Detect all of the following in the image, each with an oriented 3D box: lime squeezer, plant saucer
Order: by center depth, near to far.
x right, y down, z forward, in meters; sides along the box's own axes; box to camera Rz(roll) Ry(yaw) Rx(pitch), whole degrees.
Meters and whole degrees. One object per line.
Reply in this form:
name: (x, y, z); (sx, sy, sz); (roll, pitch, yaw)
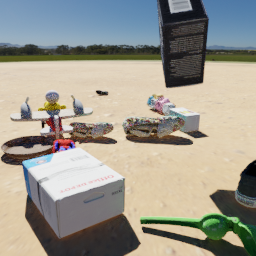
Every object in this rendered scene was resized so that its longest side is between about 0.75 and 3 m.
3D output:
lime squeezer: (1.482, 1.807, 4.386); (2.743, 0.517, 0.969); (19, 56, 43)
plant saucer: (-2.970, 0.580, 8.428); (1.567, 0.251, 1.567); (-1, 17, 0)

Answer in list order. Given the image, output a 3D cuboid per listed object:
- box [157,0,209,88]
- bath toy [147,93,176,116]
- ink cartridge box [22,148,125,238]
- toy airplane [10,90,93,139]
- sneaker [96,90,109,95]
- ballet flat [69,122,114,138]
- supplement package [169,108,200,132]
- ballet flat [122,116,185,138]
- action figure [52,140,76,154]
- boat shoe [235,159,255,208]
box: (1.359, -2.256, 7.207); (1.038, 1.990, 1.473); (-7, 53, 6)
bath toy: (1.652, -1.090, 13.093); (0.707, 0.831, 1.912); (16, 12, -30)
ink cartridge box: (-1.130, 1.160, 5.620); (1.370, 0.791, 1.889); (-12, 21, -33)
toy airplane: (-2.626, -0.550, 9.810); (2.150, 1.523, 2.159); (7, 17, 24)
sneaker: (-1.617, -2.203, 17.402); (0.801, 0.303, 0.463); (8, 11, -8)
ballet flat: (-1.308, 0.118, 9.641); (1.645, 0.622, 0.526); (0, 47, 14)
supplement package: (2.135, -0.334, 10.702); (0.656, 0.632, 1.154); (-8, 19, -23)
ballet flat: (0.869, 0.020, 9.718); (2.216, 0.838, 0.708); (-1, 47, 10)
action figure: (-1.718, 0.672, 7.707); (0.695, 0.549, 2.125); (0, 12, -18)
boat shoe: (3.073, 1.012, 6.329); (0.797, 0.657, 2.321); (13, 21, 35)
